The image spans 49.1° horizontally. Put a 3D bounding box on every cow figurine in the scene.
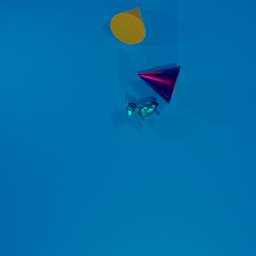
[{"bbox_3d":[0.385,-0.531,7.793,0.974,0.959,0.535,-25,42,8],"label":"cow figurine"}]

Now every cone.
[{"bbox_3d":[0.160,-3.313,8.458,1.072,1.072,1.076,20,60,3],"label":"cone"},{"bbox_3d":[0.791,-1.358,7.902,1.114,1.110,1.110,17,81,6],"label":"cone"}]
